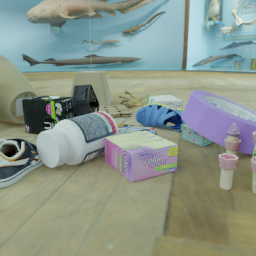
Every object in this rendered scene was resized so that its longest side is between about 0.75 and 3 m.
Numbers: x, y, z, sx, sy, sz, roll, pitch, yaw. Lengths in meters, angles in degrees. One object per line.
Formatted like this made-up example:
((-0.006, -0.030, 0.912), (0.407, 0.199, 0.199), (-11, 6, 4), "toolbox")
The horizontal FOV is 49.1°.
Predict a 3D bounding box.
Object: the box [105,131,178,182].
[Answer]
((0.292, 0.652, 7.108), (1.292, 0.710, 1.469), (-9, 17, -29), "box")

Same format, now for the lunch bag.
((2.480, 0.097, 9.195), (1.155, 0.704, 0.984), (-17, 21, -32), "lunch bag")

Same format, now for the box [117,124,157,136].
((-0.227, 0.240, 9.163), (2.100, 0.419, 1.438), (5, 16, 19), "box")

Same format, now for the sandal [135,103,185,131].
((1.403, -0.379, 10.628), (2.369, 0.941, 1.031), (3, 20, 16), "sandal")

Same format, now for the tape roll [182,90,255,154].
((3.012, -0.248, 8.562), (2.616, 0.858, 2.616), (17, 21, -7), "tape roll")

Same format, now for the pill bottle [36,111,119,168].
((-1.310, 0.299, 7.468), (1.210, 1.210, 2.024), (12, 19, 37), "pill bottle")

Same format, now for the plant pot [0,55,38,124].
((-5.084, -1.365, 11.590), (2.959, 2.771, 2.771), (28, 29, 33), "plant pot")

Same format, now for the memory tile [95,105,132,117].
((-0.766, -0.820, 13.460), (1.664, 0.182, 2.171), (-5, 16, -10), "memory tile")

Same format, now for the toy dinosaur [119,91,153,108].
((0.313, -1.516, 15.573), (1.286, 0.740, 2.542), (24, 32, 22), "toy dinosaur")

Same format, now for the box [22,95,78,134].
((-2.755, -0.468, 10.142), (1.717, 1.275, 1.067), (5, 16, 19), "box")

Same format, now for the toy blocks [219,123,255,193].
((3.068, 0.449, 6.227), (1.859, 1.565, 1.737), (6, 16, 22), "toy blocks")

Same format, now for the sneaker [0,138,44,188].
((-2.661, 0.630, 6.952), (0.861, 0.871, 2.194), (1, 14, 7), "sneaker")

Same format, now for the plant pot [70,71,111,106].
((-2.052, -2.212, 15.508), (2.075, 1.839, 2.077), (0, 15, 2), "plant pot")

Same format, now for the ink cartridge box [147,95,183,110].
((1.719, -1.078, 13.384), (1.292, 0.744, 1.770), (-2, 15, -9), "ink cartridge box")

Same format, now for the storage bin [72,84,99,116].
((-1.338, -0.772, 8.996), (0.541, 1.153, 0.780), (-4, 59, 10), "storage bin")
